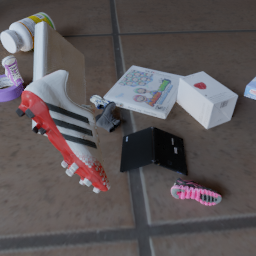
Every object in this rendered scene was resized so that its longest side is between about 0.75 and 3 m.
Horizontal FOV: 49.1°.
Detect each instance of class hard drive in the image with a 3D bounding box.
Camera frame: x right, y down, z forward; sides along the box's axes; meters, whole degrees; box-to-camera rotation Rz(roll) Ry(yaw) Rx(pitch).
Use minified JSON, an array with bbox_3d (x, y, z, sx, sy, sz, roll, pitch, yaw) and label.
[{"bbox_3d":[-1.505,-0.929,6.426,0.324,1.625,2.464,-13,69,22],"label":"hard drive"}]

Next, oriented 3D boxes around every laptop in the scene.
[{"bbox_3d":[0.775,0.806,8.511,1.759,0.908,1.559,21,39,-15],"label":"laptop"}]

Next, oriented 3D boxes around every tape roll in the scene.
[{"bbox_3d":[-4.836,-1.585,11.001,1.343,0.441,1.343,0,42,0],"label":"tape roll"}]

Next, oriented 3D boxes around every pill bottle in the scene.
[{"bbox_3d":[-4.899,-4.639,13.796,1.377,1.377,2.480,23,46,24],"label":"pill bottle"}]

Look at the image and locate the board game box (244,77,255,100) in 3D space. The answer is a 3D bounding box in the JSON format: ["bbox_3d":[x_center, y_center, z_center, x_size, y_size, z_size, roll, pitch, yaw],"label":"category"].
[{"bbox_3d":[6.310,-1.716,10.996,2.263,0.547,2.992,27,48,32],"label":"board game box"}]

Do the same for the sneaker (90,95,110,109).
[{"bbox_3d":[-1.062,-0.904,10.292,0.936,0.361,0.399,23,50,25],"label":"sneaker"}]

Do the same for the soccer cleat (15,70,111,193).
[{"bbox_3d":[-0.917,0.178,5.392,0.940,2.738,1.166,12,52,49],"label":"soccer cleat"}]

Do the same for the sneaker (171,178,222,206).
[{"bbox_3d":[1.804,1.604,7.353,1.292,0.510,0.616,12,31,11],"label":"sneaker"}]

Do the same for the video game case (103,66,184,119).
[{"bbox_3d":[0.749,-1.521,11.008,2.473,0.322,2.716,17,44,18],"label":"video game case"}]

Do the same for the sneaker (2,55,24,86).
[{"bbox_3d":[-2.894,-1.430,7.201,0.357,0.984,0.561,-35,84,-22],"label":"sneaker"}]

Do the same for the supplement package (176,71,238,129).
[{"bbox_3d":[2.706,-1.029,9.862,1.099,1.086,1.813,-19,45,-21],"label":"supplement package"}]

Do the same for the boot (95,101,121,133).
[{"bbox_3d":[-0.552,-0.353,9.664,0.812,0.431,1.234,24,57,21],"label":"boot"}]
